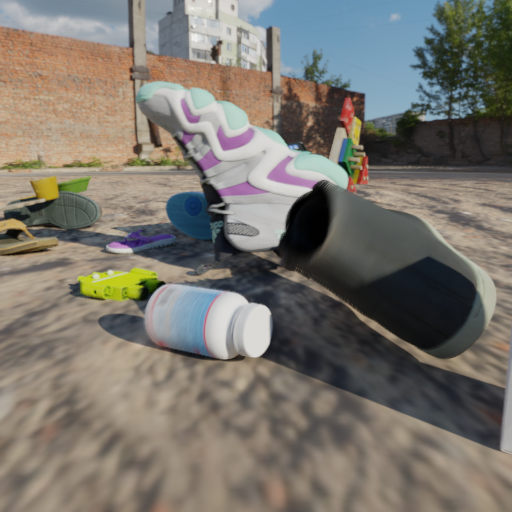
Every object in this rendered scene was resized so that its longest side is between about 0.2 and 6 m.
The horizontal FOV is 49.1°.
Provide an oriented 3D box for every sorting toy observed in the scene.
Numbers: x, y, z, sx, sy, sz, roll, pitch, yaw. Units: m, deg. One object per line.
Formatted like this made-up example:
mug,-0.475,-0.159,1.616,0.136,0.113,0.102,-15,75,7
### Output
sorting toy,2.140,-1.806,12.857,0.617,3.645,1.757,8,-20,23

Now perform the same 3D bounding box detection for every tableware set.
tableware set,-6.352,-1.521,14.094,4.180,0.641,2.816,-6,13,28

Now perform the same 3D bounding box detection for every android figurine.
android figurine,-1.870,0.382,7.621,1.218,0.250,1.108,8,14,30

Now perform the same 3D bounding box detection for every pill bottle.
pill bottle,-0.444,0.625,5.262,1.132,0.616,0.616,6,12,34

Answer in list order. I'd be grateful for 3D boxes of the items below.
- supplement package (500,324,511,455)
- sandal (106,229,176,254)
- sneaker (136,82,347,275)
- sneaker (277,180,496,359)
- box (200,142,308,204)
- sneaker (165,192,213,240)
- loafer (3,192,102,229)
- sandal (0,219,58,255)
supplement package,2.130,0.541,3.576,0.859,1.434,0.869,7,13,32
sandal,-2.261,-0.334,10.929,0.648,0.391,1.593,8,14,36
sneaker,-0.564,-0.917,8.567,3.518,2.461,1.367,26,0,-7
sneaker,0.991,-0.235,5.941,1.729,1.218,3.256,31,6,-15
box,0.184,-1.185,10.881,2.116,1.733,0.911,-11,-28,-21
sneaker,-0.558,-0.919,12.438,2.611,1.038,1.704,12,16,14
loafer,-4.940,-1.124,13.912,2.544,0.914,0.800,0,4,11
sandal,-4.784,-0.399,10.644,2.315,0.625,0.930,6,13,30
